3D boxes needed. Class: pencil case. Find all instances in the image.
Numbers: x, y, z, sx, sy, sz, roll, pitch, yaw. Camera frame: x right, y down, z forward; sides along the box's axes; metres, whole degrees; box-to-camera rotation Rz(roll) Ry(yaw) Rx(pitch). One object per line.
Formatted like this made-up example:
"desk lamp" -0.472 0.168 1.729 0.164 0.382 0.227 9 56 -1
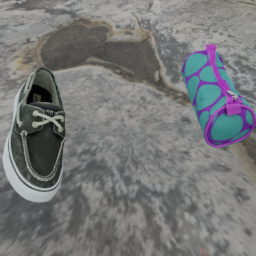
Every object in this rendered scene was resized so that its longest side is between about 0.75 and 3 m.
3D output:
"pencil case" 1.585 -0.643 5.112 0.897 0.974 2.108 4 40 -6

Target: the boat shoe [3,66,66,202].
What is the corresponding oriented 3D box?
"boat shoe" -1.674 -0.068 5.234 1.019 0.917 2.881 13 42 -34
